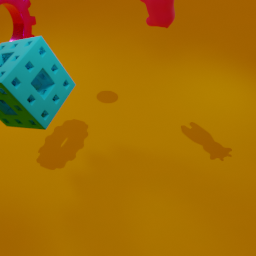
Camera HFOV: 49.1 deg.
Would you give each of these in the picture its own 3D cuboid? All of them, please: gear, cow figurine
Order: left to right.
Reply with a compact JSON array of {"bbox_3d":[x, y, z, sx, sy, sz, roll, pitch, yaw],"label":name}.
[{"bbox_3d":[-3.132,-2.560,7.035,0.381,2.063,2.063,13,43,18],"label":"gear"},{"bbox_3d":[0.894,-3.147,6.834,0.820,1.495,1.471,-33,36,-16],"label":"cow figurine"}]

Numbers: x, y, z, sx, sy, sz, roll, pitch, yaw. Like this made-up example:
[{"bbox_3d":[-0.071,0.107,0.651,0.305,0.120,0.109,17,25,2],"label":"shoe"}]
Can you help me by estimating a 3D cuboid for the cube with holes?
[{"bbox_3d":[-1.279,-0.526,3.400,0.756,0.756,0.756,4,53,33],"label":"cube with holes"}]
